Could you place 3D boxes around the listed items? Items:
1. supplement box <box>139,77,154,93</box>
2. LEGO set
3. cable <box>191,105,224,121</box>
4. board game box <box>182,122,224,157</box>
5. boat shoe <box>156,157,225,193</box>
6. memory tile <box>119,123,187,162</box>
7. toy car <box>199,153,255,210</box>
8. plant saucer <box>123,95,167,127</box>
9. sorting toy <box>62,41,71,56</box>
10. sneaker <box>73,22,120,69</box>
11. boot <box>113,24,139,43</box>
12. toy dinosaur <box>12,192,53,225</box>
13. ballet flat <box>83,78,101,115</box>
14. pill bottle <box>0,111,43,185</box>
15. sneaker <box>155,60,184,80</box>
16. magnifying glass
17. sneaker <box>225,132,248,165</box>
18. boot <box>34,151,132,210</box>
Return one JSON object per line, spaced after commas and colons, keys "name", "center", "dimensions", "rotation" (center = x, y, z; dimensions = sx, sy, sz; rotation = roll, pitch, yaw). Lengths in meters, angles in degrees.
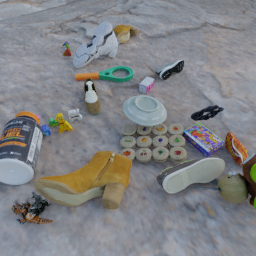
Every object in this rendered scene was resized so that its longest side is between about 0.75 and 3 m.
{"name": "supplement box", "center": [0.854, -1.996, 12.954], "dimensions": [0.402, 0.393, 0.777], "rotation": [22, 48, 21]}
{"name": "LEGO set", "center": [-2.823, -0.298, 10.827], "dimensions": [2.145, 0.880, 0.818], "rotation": [-12, 46, -12]}
{"name": "cable", "center": [2.850, -0.503, 10.378], "dimensions": [1.024, 1.255, 0.319], "rotation": [-5, 75, -41]}
{"name": "board game box", "center": [2.804, 0.406, 10.516], "dimensions": [0.879, 0.293, 1.307], "rotation": [-26, 50, -25]}
{"name": "boat shoe", "center": [2.049, 1.427, 9.099], "dimensions": [2.336, 0.839, 0.695], "rotation": [-17, 17, -19]}
{"name": "memory tile", "center": [0.887, 0.500, 10.278], "dimensions": [2.406, 0.202, 1.844], "rotation": [-2, 44, 8]}
{"name": "toy car", "center": [3.308, 1.604, 8.491], "dimensions": [2.113, 1.667, 1.735], "rotation": [-6, 5, 29]}
{"name": "plant saucer", "center": [0.682, -0.790, 10.705], "dimensions": [1.732, 0.435, 1.732], "rotation": [7, 43, -7]}
{"name": "sorting toy", "center": [-3.466, -4.355, 15.506], "dimensions": [0.453, 0.456, 1.314], "rotation": [-26, 47, 7]}
{"name": "sneaker", "center": [-1.533, -3.979, 14.620], "dimensions": [1.046, 1.600, 2.784], "rotation": [39, 90, 34]}
{"name": "boot", "center": [-0.450, -5.638, 16.658], "dimensions": [1.397, 0.687, 1.951], "rotation": [25, 46, 32]}
{"name": "toy dinosaur", "center": [-2.775, 2.477, 8.271], "dimensions": [1.340, 0.684, 0.909], "rotation": [28, 63, 2]}
{"name": "ballet flat", "center": [-1.605, -1.475, 12.139], "dimensions": [0.716, 0.764, 2.112], "rotation": [-7, 44, -6]}
{"name": "pill bottle", "center": [-3.693, 0.553, 9.604], "dimensions": [1.347, 1.347, 2.537], "rotation": [-3, 43, -3]}
{"name": "sneaker", "center": [2.107, -2.992, 13.836], "dimensions": [1.762, 0.651, 0.698], "rotation": [-29, 46, -26]}
{"name": "magnifying glass", "center": [-1.135, -2.592, 13.654], "dimensions": [2.824, 0.316, 1.124], "rotation": [-7, 44, -6]}
{"name": "sneaker", "center": [3.937, 0.747, 10.107], "dimensions": [0.550, 0.520, 1.425], "rotation": [3, 49, -18]}
{"name": "boot", "center": [-1.338, 1.494, 9.032], "dimensions": [2.790, 0.982, 1.997], "rotation": [10, 39, 4]}
